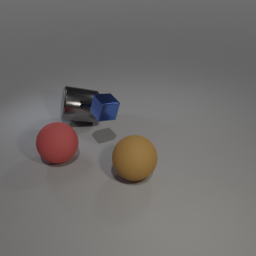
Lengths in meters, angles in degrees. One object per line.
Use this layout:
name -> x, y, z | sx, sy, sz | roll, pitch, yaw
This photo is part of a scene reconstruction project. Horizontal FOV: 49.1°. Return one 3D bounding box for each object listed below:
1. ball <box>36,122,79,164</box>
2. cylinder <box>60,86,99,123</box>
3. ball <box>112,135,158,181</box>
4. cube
ball -> -2.383, 0.496, 9.474 | 1.400, 1.400, 1.400 | 0, 30, 0
cylinder -> -2.020, -0.957, 11.684 | 1.400, 1.400, 1.400 | 6, 28, -19
ball -> 0.208, 0.915, 8.622 | 1.400, 1.400, 1.400 | 0, 30, 0
cube -> -0.803, -0.721, 9.677 | 0.700, 0.700, 0.700 | -8, 39, -34
